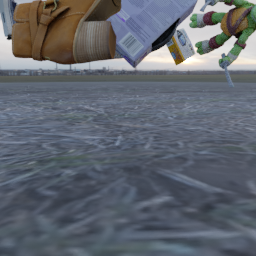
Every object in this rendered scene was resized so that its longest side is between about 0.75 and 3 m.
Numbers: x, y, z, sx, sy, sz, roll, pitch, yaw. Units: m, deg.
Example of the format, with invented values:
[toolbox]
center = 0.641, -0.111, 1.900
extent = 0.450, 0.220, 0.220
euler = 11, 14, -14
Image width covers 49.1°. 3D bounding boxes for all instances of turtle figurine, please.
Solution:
[turtle figurine]
center = 2.437, -2.750, 7.908
extent = 1.927, 2.677, 2.596
euler = 39, -4, -17

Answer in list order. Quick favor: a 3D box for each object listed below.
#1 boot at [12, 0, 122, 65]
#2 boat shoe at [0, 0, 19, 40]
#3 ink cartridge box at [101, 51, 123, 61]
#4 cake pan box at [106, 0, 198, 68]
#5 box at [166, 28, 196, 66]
[boot]
center = -0.882, -1.803, 4.116
extent = 1.473, 1.904, 0.701
euler = 1, -24, 10
[boat shoe]
center = -3.053, -3.157, 7.610
extent = 0.705, 1.521, 0.568
euler = -12, 13, -37
[ink cartridge box]
center = -0.468, -3.471, 9.654
extent = 1.565, 2.137, 0.918
euler = -10, -24, -17
[cake pan box]
center = 0.146, -2.696, 6.194
extent = 2.131, 1.962, 0.557
euler = 44, -2, 5
[box]
center = 1.751, -2.735, 9.292
extent = 0.350, 1.004, 1.686
euler = -22, 10, 32
